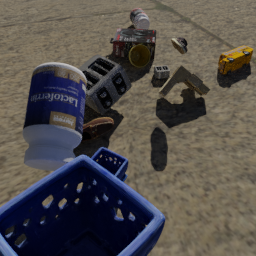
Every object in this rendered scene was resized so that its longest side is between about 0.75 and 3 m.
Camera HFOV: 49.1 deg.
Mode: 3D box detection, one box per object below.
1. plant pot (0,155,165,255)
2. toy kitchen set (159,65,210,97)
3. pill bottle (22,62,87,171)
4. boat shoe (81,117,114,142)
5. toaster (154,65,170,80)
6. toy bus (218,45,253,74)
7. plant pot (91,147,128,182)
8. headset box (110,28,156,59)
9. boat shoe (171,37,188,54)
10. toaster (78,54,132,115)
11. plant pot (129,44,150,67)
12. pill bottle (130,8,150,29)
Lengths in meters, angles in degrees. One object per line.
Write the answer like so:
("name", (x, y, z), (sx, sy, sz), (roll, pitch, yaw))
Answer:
("plant pot", (-1.025, 2.564, 5.991), (2.591, 2.329, 2.591), (32, 49, 32))
("toy kitchen set", (2.423, -1.673, 12.479), (1.634, 1.474, 1.333), (38, 3, -4))
("pill bottle", (-2.125, -0.287, 8.177), (1.663, 1.663, 2.874), (1, 69, 1))
("boat shoe", (-1.384, 0.164, 10.140), (1.913, 0.673, 0.673), (-17, 38, -8))
("toaster", (1.651, -2.718, 13.695), (0.682, 0.448, 0.755), (-6, 41, -6))
("toy bus", (5.476, -3.532, 14.410), (2.320, 0.755, 0.908), (-25, 46, -27))
("plant pot", (-0.626, 1.369, 8.428), (1.041, 0.936, 1.041), (22, 52, 25))
("headset box", (0.280, -4.773, 15.709), (2.550, 0.985, 1.898), (5, 41, 4))
("boat shoe", (2.161, -3.422, 11.377), (0.502, 0.557, 1.550), (-29, 26, 8))
("toaster", (-1.221, -1.874, 11.707), (2.113, 1.254, 1.911), (34, 71, 34))
("plant pot", (0.484, -3.738, 14.555), (1.127, 1.127, 0.800), (-15, 18, -17))
("pill bottle", (0.788, -7.082, 18.377), (1.066, 1.066, 1.841), (-8, 41, -9))
